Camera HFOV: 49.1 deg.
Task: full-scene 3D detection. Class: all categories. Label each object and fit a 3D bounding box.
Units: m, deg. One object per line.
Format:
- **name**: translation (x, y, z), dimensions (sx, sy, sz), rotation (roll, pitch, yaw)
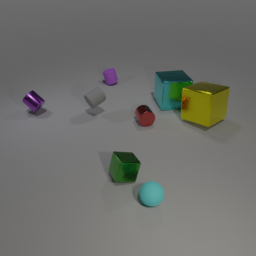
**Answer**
- **cylinder**: translation (-4.142, -1.175, 12.326), dimensions (0.700, 0.700, 0.700), rotation (42, 37, -5)
- **cube**: translation (2.091, -1.795, 13.180), dimensions (1.400, 1.400, 1.400), rotation (-5, 32, -9)
- **cylinder**: translation (0.713, -0.527, 11.786), dimensions (0.700, 0.700, 0.700), rotation (-8, 32, -12)
- **ball**: translation (0.667, 1.855, 7.913), dimensions (0.700, 0.700, 0.700), rotation (0, 32, 0)
- **cube**: translation (3.209, -1.042, 11.727), dimensions (1.400, 1.400, 1.400), rotation (-22, 31, -38)
- **cylinder**: translation (-1.418, -1.312, 12.062), dimensions (0.700, 0.700, 0.700), rotation (-37, 44, -17)
- **cube**: translation (-0.114, 1.203, 8.717), dimensions (0.700, 0.700, 0.700), rotation (5, 21, -26)
- **cylinder**: translation (-0.966, -2.833, 15.370), dimensions (0.700, 0.700, 0.700), rotation (-14, 27, 7)
